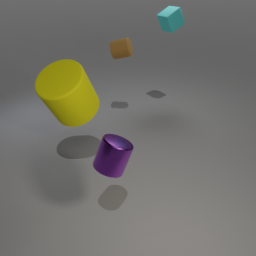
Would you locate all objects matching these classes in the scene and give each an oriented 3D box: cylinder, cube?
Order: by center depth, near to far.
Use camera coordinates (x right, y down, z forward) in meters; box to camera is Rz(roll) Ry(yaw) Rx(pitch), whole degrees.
[{"bbox_3d":[-0.318,0.586,5.977,0.700,0.700,0.700,20,19,-7],"label":"cylinder"},{"bbox_3d":[-1.683,-0.963,7.963,1.400,1.400,1.400,-7,58,11],"label":"cylinder"},{"bbox_3d":[-0.252,-3.049,10.760,0.700,0.700,0.700,-7,27,18],"label":"cylinder"},{"bbox_3d":[1.691,-4.294,11.071,0.700,0.700,0.700,-39,39,-10],"label":"cube"}]
